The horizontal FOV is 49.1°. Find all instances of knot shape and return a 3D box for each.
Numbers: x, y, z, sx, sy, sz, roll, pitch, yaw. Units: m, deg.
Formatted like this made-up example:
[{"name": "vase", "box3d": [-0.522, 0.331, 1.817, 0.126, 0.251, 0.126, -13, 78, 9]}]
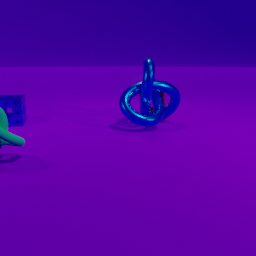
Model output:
[{"name": "knot shape", "box3d": [0.780, -0.871, 8.408, 0.963, 2.083, 1.950, 1, -21, 45]}, {"name": "knot shape", "box3d": [-2.562, 0.131, 5.464, 1.097, 1.172, 0.542, 18, 35, -3]}]

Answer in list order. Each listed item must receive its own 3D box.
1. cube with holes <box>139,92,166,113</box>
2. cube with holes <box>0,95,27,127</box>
[{"name": "cube with holes", "box3d": [0.866, -0.858, 9.724, 0.808, 0.808, 0.808, -3, 6, 11]}, {"name": "cube with holes", "box3d": [-3.673, -0.546, 8.684, 0.851, 0.851, 0.851, -3, 14, -12]}]
